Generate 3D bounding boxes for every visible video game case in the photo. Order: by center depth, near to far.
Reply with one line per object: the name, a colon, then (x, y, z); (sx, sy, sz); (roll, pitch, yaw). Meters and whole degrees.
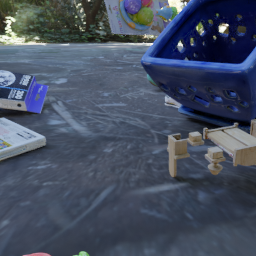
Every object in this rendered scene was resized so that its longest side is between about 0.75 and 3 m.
video game case: (-3.298, 0.300, 6.441); (2.120, 0.243, 1.929); (18, 27, 38)

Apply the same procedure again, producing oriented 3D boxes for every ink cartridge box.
ink cartridge box: (-3.678, -1.245, 9.251); (1.858, 0.403, 1.841); (8, 36, -13)

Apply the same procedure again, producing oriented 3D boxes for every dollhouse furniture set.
dollhouse furniture set: (1.817, 0.528, 4.993); (2.002, 0.886, 1.038); (-9, 21, -13)

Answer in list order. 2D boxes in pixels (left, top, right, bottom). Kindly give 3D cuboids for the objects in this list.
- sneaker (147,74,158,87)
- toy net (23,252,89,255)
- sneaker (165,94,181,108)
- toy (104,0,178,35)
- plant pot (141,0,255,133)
sneaker: (1.674, -2.333, 12.889); (1.258, 1.070, 2.758); (2, 10, 45)
toy net: (-1.484, 1.579, 2.549); (2.522, 0.487, 1.323); (-3, 20, -7)
sneaker: (1.731, -0.918, 9.521); (1.039, 0.418, 0.397); (14, 22, 28)
toy: (0.563, -3.745, 8.779); (2.647, 1.524, 0.625); (-10, -5, -37)
plant pot: (2.623, -1.627, 7.302); (2.949, 2.651, 2.949); (20, 66, 44)
